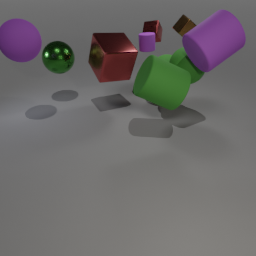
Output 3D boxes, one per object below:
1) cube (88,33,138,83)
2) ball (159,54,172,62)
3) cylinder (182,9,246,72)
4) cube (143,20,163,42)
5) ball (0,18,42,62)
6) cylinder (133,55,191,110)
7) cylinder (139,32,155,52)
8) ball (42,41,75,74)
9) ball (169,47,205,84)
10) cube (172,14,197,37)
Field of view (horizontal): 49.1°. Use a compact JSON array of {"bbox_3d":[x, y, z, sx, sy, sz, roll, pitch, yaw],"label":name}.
[{"bbox_3d":[-0.640,-2.839,11.237,1.400,1.400,1.400,-10,52,-26],"label":"cube"},{"bbox_3d":[1.685,-2.489,12.218,1.400,1.400,1.400,0,29,0],"label":"ball"},{"bbox_3d":[2.681,-2.727,8.850,1.400,1.400,1.400,-36,34,0],"label":"cylinder"},{"bbox_3d":[1.125,-4.401,12.816,0.700,0.700,0.700,2,-15,24],"label":"cube"},{"bbox_3d":[-3.618,-2.915,9.371,1.400,1.400,1.400,0,29,0],"label":"ball"},{"bbox_3d":[1.088,-1.468,9.164,1.400,1.400,1.400,21,24,-17],"label":"cylinder"},{"bbox_3d":[0.816,-3.678,11.993,0.700,0.700,0.700,-4,28,2],"label":"cylinder"},{"bbox_3d":[-3.038,-3.074,12.227,1.400,1.400,1.400,0,29,0],"label":"ball"},{"bbox_3d":[2.247,-2.354,10.580,1.400,1.400,1.400,0,29,0],"label":"ball"},{"bbox_3d":[2.432,-4.190,11.767,0.700,0.700,0.700,27,25,-34],"label":"cube"}]
